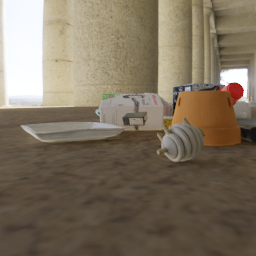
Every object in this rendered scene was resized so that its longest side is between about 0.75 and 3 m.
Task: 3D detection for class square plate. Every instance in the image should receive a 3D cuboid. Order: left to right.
[{"bbox_3d":[-1.854,0.089,9.024,2.706,0.385,2.680,-3,6,-29],"label":"square plate"}]

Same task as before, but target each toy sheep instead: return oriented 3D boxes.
[{"bbox_3d":[1.019,0.270,5.446,1.175,0.810,0.810,-22,15,-24],"label":"toy sheep"}]

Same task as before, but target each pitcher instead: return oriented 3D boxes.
[{"bbox_3d":[1.343,-1.079,15.563,2.519,1.527,2.161,7,-2,-36],"label":"pitcher"}]

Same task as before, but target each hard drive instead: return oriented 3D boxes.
[{"bbox_3d":[4.277,0.027,9.135,2.017,0.475,2.890,-1,5,-3],"label":"hard drive"}]

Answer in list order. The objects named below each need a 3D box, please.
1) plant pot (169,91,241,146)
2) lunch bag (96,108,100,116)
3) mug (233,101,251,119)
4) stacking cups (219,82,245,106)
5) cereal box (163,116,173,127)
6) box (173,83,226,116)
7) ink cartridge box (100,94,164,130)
[{"bbox_3d":[2.186,-0.344,8.120,2.053,1.437,2.053,-1,5,0],"label":"plant pot"},{"bbox_3d":[-1.290,-0.892,16.411,1.165,0.710,0.992,7,9,-17],"label":"lunch bag"},{"bbox_3d":[3.988,-0.492,10.953,1.341,1.130,1.530,-1,5,-5],"label":"mug"},{"bbox_3d":[3.048,-0.741,9.677,0.867,0.867,2.867,-1,-17,-14],"label":"stacking cups"},{"bbox_3d":[1.534,-0.301,12.822,1.379,0.379,1.916,0,6,0],"label":"cereal box"},{"bbox_3d":[3.445,-1.203,13.910,1.692,1.948,2.949,-1,6,-8],"label":"box"},{"bbox_3d":[0.142,-0.678,11.281,2.414,1.014,1.756,-1,24,-1],"label":"ink cartridge box"}]
